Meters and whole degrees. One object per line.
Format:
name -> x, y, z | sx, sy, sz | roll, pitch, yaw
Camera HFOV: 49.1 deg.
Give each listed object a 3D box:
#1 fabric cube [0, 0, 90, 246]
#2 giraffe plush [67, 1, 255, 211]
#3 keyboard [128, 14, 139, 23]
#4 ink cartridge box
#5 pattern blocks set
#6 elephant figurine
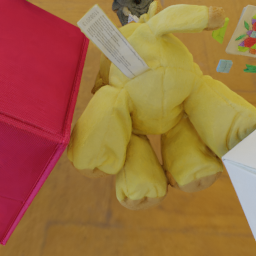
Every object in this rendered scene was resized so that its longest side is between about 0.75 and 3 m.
fabric cube -> -2.483, -0.396, 4.129 | 2.828, 2.838, 2.784 | 23, 37, -19
giraffe plush -> 0.214, -0.613, 4.114 | 2.417, 2.801, 2.272 | -23, 31, 6
keyboard -> 0.805, -1.056, 5.203 | 0.136, 0.716, 2.543 | -34, 74, -23
ink cartridge box -> 2.776, 0.469, 3.291 | 2.865, 2.080, 1.195 | -35, 21, -15
pattern blocks set -> 2.766, -2.070, 6.089 | 1.832, 2.084, 0.169 | -2, 45, 4
elephant figurine -> -0.109, -3.097, 5.942 | 2.468, 1.915, 1.746 | 22, 44, 0
